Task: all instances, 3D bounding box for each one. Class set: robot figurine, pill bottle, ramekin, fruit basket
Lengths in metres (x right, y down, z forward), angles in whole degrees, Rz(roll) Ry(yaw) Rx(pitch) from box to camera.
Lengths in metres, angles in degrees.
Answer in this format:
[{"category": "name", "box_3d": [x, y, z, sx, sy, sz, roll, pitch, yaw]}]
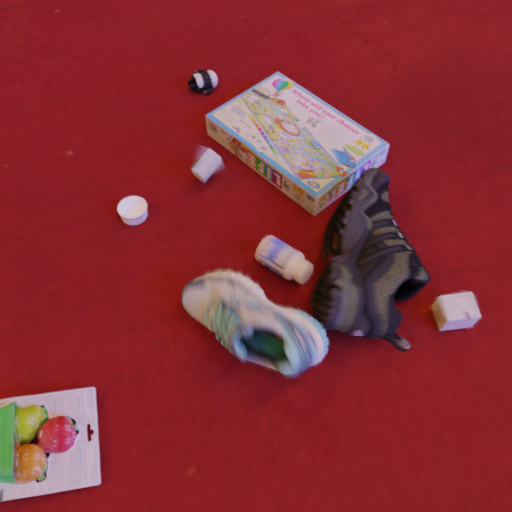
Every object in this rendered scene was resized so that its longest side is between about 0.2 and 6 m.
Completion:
[{"category": "robot figurine", "box_3d": [-1.280, -4.180, 13.446, 0.709, 0.533, 0.443, -21, 27, -14]}, {"category": "pill bottle", "box_3d": [0.526, 0.087, 10.203, 0.993, 0.557, 0.557, 32, 61, 23]}, {"category": "ramekin", "box_3d": [-2.450, -0.888, 11.177, 0.585, 0.285, 0.585, 0, 55, 0]}, {"category": "fruit basket", "box_3d": [-3.232, 2.807, 8.392, 1.675, 0.785, 1.552, -1, 53, -20]}]

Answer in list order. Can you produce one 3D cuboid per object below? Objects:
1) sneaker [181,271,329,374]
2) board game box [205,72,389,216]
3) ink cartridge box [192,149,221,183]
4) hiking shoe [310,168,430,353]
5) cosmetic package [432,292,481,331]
[{"category": "sneaker", "box_3d": [-0.212, 1.045, 8.965, 2.669, 1.036, 1.152, 21, 22, 25]}, {"category": "board game box", "box_3d": [0.839, -2.550, 12.182, 2.254, 0.574, 3.353, -37, 62, -23]}, {"category": "ink cartridge box", "box_3d": [-1.014, -1.832, 11.429, 0.327, 0.779, 0.564, 39, 89, -5]}, {"category": "hiking shoe", "box_3d": [2.171, 0.009, 10.099, 1.827, 1.375, 3.630, 23, 56, -6]}, {"category": "cosmetic package", "box_3d": [3.443, 0.961, 9.668, 0.591, 0.488, 0.488, -8, 62, -5]}]
